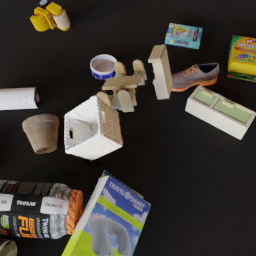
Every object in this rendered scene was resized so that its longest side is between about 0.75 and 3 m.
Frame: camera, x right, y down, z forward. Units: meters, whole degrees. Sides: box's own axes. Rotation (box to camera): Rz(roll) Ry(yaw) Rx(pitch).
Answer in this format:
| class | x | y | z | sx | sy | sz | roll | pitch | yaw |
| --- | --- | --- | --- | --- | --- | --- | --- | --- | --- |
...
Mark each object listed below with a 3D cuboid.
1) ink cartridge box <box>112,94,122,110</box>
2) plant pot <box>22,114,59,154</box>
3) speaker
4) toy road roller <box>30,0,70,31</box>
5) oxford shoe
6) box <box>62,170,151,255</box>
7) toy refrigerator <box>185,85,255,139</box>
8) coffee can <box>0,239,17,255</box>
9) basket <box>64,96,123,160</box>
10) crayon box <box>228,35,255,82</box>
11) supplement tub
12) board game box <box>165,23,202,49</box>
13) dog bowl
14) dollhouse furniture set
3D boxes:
| class | x | y | z | sx | sy | sz | roll | pitch | yaw |
| --- | --- | --- | --- | --- | --- | --- | --- | --- | --- |
| ink cartridge box | -0.284 | -1.073 | 11.699 | 0.751 | 0.166 | 0.765 | 3 | 52 | 2 |
| plant pot | -3.070 | 0.281 | 10.162 | 1.305 | 1.305 | 1.132 | -13 | 72 | -9 |
| speaker | -4.725 | -1.172 | 11.334 | 2.124 | 0.862 | 0.862 | -3 | 54 | -2 |
| toy road roller | -4.078 | -5.594 | 14.438 | 1.916 | 1.177 | 1.399 | 32 | 72 | 27 |
| oxford shoe | 2.612 | -2.309 | 12.091 | 2.684 | 0.978 | 0.957 | -13 | 55 | -10 |
| box | -0.484 | 2.790 | 8.053 | 1.763 | 0.689 | 2.892 | 38 | 54 | -17 |
| toy refrigerator | 3.582 | -0.663 | 10.966 | 2.440 | 0.854 | 0.926 | 31 | 60 | 22 |
| coffee can | -4.193 | 3.605 | 7.519 | 1.877 | 1.374 | 1.374 | 7 | 54 | 4 |
| basket | -1.066 | 0.053 | 8.701 | 1.454 | 1.169 | 1.441 | -28 | 54 | 28 |
| crayon box | 5.543 | -3.243 | 13.004 | 1.567 | 0.627 | 2.469 | 12 | 55 | 9 |
| supplement tub | -2.723 | 2.396 | 8.276 | 2.585 | 1.584 | 1.584 | 2 | 54 | 3 |
| board game box | 2.829 | -4.674 | 14.191 | 1.688 | 0.396 | 1.274 | 12 | 55 | 8 |
| dog bowl | -1.080 | -2.767 | 12.740 | 1.216 | 0.479 | 1.216 | 0 | 54 | 0 |
| dollhouse furniture set | 0.234 | -1.978 | 10.617 | 2.572 | 1.674 | 2.363 | -2 | 39 | 21 |
